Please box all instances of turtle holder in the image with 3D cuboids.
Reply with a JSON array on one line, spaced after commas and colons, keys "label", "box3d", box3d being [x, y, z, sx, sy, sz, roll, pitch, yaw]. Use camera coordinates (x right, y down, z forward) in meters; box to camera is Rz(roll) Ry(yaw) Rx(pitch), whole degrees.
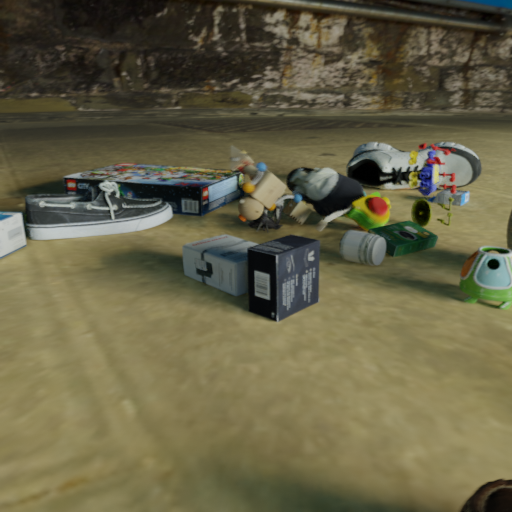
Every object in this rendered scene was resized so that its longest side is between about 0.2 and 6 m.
[{"label": "turtle holder", "box3d": [3.210, 0.278, 7.391, 0.749, 0.700, 0.986, -16, 24, -41]}]

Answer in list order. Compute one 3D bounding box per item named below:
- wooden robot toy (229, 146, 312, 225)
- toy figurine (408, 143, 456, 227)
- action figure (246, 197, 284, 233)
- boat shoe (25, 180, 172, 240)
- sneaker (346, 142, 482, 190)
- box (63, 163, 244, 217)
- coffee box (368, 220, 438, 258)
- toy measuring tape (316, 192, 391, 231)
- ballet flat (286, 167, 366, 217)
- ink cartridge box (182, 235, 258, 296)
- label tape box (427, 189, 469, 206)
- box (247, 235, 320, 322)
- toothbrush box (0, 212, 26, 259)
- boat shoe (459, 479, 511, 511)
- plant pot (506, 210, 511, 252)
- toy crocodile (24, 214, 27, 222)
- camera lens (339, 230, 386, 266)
[{"label": "wooden robot toy", "box3d": [0.015, -1.100, 10.635, 1.008, 1.038, 2.288, 36, 1, 44]}, {"label": "toy figurine", "box3d": [3.551, -1.482, 11.058, 0.868, 1.646, 0.986, 4, 24, 27]}, {"label": "action figure", "box3d": [0.197, -0.849, 10.943, 0.715, 0.614, 1.203, 0, 20, 8]}, {"label": "boat shoe", "box3d": [-2.975, -0.968, 10.788, 2.770, 0.946, 1.023, -7, 19, -21]}, {"label": "sneaker", "box3d": [3.927, -2.133, 14.390, 3.457, 1.274, 1.383, 6, 32, 32]}, {"label": "box", "box3d": [-2.345, -1.650, 13.328, 3.542, 0.668, 2.419, 7, 19, 19]}, {"label": "coffee box", "box3d": [2.519, -0.307, 9.677, 1.117, 0.246, 0.687, -13, 36, -36]}, {"label": "toy measuring tape", "box3d": [1.959, -0.681, 10.554, 1.901, 0.699, 0.699, -27, 31, -36]}, {"label": "ballet flat", "box3d": [1.352, -1.493, 12.242, 1.033, 1.033, 2.828, -5, 15, -15]}, {"label": "ink cartridge box", "box3d": [-0.377, 0.105, 8.219, 0.895, 0.507, 1.221, -16, 24, -40]}, {"label": "label tape box", "box3d": [4.518, -1.405, 13.227, 0.832, 0.275, 0.596, 14, 23, 33]}, {"label": "box", "box3d": [0.361, 0.260, 7.166, 0.521, 0.872, 0.887, 15, 23, 41]}, {"label": "toothbrush box", "box3d": [-4.846, -0.332, 9.326, 1.516, 0.646, 1.110, 3, 18, 10]}, {"label": "boat shoe", "box3d": [2.542, 1.646, 2.261, 3.454, 1.278, 1.276, 15, 23, 38]}, {"label": "plant pot", "box3d": [4.264, -0.211, 7.990, 1.087, 1.619, 1.619, -44, 36, -17]}, {"label": "toy crocodile", "box3d": [-3.795, -0.862, 11.295, 1.639, 0.506, 0.553, -6, 59, -21]}, {"label": "camera lens", "box3d": [1.685, -0.130, 8.946, 0.629, 0.503, 0.503, 13, 22, 38]}]
